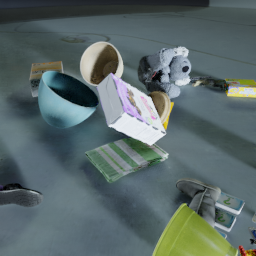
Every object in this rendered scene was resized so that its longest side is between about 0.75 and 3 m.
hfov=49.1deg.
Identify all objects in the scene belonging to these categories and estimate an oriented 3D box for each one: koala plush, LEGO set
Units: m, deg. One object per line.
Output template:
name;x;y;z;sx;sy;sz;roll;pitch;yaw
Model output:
koala plush;2.178;-3.064;14.637;2.760;2.447;2.536;-24;22;-29
LEGO set;3.086;2.462;6.904;2.572;0.631;1.921;18;36;34

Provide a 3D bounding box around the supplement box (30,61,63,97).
supplement box;-4.366;-2.755;15.322;1.702;0.993;2.700;-8;32;-12

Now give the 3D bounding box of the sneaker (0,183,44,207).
sneaker;-3.149;1.819;8.058;1.560;0.591;0.683;2;25;4

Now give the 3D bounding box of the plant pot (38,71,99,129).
plant pot;-2.611;-0.939;11.320;2.413;1.625;2.413;28;24;-14

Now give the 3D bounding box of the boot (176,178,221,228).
boot;1.762;2.078;7.599;1.404;0.560;1.544;5;35;30

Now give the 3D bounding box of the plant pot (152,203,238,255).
plant pot;1.480;2.620;5.982;1.411;1.465;1.465;27;39;25

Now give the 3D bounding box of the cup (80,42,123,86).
cup;-1.189;-3.320;15.400;2.342;2.342;1.675;14;3;23

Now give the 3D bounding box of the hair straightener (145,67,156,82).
hair straightener;0.937;-2.373;12.238;0.238;0.448;1.164;-9;33;33

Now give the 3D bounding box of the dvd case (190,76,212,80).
dvd case;4.148;-2.855;15.989;0.790;0.130;1.051;-7;9;-13

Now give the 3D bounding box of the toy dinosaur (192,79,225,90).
toy dinosaur;4.700;-2.453;15.364;2.219;0.527;0.978;0;24;-6

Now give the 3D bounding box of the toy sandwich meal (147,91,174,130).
toy sandwich meal;0.972;-0.499;10.468;0.625;1.826;1.826;29;8;-42

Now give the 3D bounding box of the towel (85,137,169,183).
towel;-0.035;0.961;9.792;2.375;0.278;1.811;-19;35;-27

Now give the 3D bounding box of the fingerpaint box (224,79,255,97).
fingerpaint box;5.906;-2.107;14.678;1.497;0.549;1.249;3;30;6

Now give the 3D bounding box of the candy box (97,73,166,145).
candy box;0.123;-0.582;9.248;2.121;0.759;1.779;25;35;-44
